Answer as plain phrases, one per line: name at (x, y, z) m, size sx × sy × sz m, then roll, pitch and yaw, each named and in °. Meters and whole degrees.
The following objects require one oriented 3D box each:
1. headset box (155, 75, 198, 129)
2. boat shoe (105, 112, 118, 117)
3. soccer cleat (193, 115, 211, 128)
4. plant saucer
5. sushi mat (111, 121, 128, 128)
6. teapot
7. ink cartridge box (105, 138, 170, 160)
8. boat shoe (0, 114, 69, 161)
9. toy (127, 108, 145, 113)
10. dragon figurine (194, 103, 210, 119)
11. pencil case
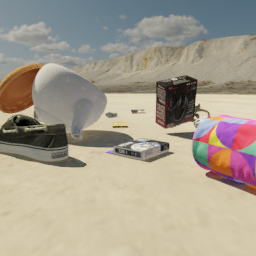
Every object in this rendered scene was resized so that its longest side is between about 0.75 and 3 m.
headset box at (1.628, -0.817, 9.568) m, size 1.269 × 1.706 × 0.659 m, roll -15°, pitch 30°, yaw -24°
boat shoe at (-0.910, -0.685, 14.502) m, size 0.764 × 0.270 × 0.243 m, roll 2°, pitch 6°, yaw -40°
soccer cleat at (2.835, -0.229, 10.694) m, size 0.620 × 0.502 × 1.436 m, roll 5°, pitch 10°, yaw 16°
plant saucer at (-3.693, -1.438, 9.943) m, size 0.424 × 2.264 × 2.264 m, roll 46°, pitch 23°, yaw 11°
sushi mat at (-0.360, -0.153, 11.585) m, size 0.655 × 0.083 × 1.368 m, roll -1°, pitch 9°, yaw -5°
teapot at (-2.209, -0.735, 9.534) m, size 2.729 × 2.020 × 2.765 m, roll 28°, pitch -7°, yaw 5°
ink cartridge box at (0.234, 0.483, 6.991) m, size 1.194 × 0.259 × 1.182 m, roll 6°, pitch 11°, yaw 39°
boat shoe at (-2.584, 0.125, 7.041) m, size 2.917 × 0.929 × 1.031 m, roll 6°, pitch 11°, yaw 32°
toy at (0.472, -1.027, 16.651) m, size 1.069 × 0.252 × 0.616 m, roll -5°, pitch 7°, yaw -18°
dragon figurine at (2.760, -0.824, 13.580) m, size 2.692 × 0.792 × 1.338 m, roll -8°, pitch 12°, yaw -37°
pencil case at (2.287, 0.429, 4.393) m, size 1.216 × 1.216 × 2.751 m, roll -5°, pitch 9°, yaw -31°
